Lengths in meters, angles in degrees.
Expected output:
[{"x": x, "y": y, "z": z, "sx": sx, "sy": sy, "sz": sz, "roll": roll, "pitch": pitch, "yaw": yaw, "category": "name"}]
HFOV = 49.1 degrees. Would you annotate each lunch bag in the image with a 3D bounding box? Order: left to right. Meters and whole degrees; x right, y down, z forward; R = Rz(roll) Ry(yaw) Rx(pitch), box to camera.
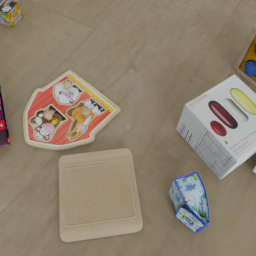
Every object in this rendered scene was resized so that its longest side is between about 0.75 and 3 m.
[{"x": 1.596, "y": 1.950, "z": 7.126, "sx": 0.823, "sy": 1.098, "sz": 1.291, "roll": -17, "pitch": 62, "yaw": -10, "category": "lunch bag"}]

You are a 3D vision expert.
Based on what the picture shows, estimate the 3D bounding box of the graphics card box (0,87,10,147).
[{"x": -4.224, "y": -0.493, "z": 7.851, "sx": 1.406, "sy": 0.570, "sz": 2.241, "roll": -8, "pitch": 100, "yaw": -16, "category": "graphics card box"}]

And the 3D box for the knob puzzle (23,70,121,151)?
[{"x": -2.094, "y": -0.488, "z": 8.887, "sx": 3.108, "sy": 0.431, "sz": 3.108, "roll": 0, "pitch": 61, "yaw": 0, "category": "knob puzzle"}]

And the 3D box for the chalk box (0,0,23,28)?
[{"x": -4.900, "y": -4.592, "z": 11.049, "sx": 1.151, "sy": 0.713, "sz": 0.718, "roll": 21, "pitch": 64, "yaw": 13, "category": "chalk box"}]

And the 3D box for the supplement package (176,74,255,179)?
[{"x": 2.847, "y": -0.039, "z": 8.018, "sx": 1.928, "sy": 1.483, "sz": 2.017, "roll": -31, "pitch": 67, "yaw": -16, "category": "supplement package"}]

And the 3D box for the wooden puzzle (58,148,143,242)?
[{"x": -0.800, "y": 1.774, "z": 7.663, "sx": 2.115, "sy": 0.426, "sz": 2.286, "roll": -7, "pitch": 65, "yaw": -4, "category": "wooden puzzle"}]

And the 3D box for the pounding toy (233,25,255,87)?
[{"x": 4.767, "y": -2.014, "z": 8.684, "sx": 1.751, "sy": 2.267, "sz": 2.462, "roll": -32, "pitch": 65, "yaw": -17, "category": "pounding toy"}]

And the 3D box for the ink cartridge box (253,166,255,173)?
[{"x": 4.198, "y": 0.710, "z": 7.808, "sx": 0.564, "sy": 0.999, "sz": 1.364, "roll": 36, "pitch": 61, "yaw": 21, "category": "ink cartridge box"}]
